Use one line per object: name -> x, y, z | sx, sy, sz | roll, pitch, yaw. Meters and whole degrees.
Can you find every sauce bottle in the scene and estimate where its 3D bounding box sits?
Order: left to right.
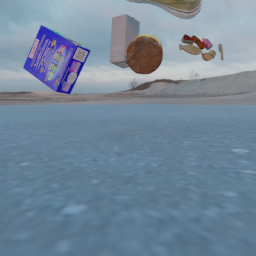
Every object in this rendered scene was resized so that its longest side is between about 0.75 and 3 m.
sauce bottle -> 0.481, -1.995, 7.183 | 0.882, 0.882, 2.671 | 1, 23, 7

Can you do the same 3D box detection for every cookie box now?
cookie box -> -2.549, -2.412, 9.845 | 2.042, 1.747, 0.767 | 35, 14, 29

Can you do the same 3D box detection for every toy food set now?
toy food set -> 2.565, -2.870, 9.987 | 1.721, 1.094, 0.271 | 14, -31, -13

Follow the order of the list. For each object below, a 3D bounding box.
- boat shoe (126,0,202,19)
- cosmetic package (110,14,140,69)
boat shoe -> 0.625, -3.632, 6.980 | 2.738, 0.986, 0.849 | 29, -11, 19
cosmetic package -> -0.115, -3.306, 10.754 | 0.807, 1.790, 0.956 | -1, -5, 36
